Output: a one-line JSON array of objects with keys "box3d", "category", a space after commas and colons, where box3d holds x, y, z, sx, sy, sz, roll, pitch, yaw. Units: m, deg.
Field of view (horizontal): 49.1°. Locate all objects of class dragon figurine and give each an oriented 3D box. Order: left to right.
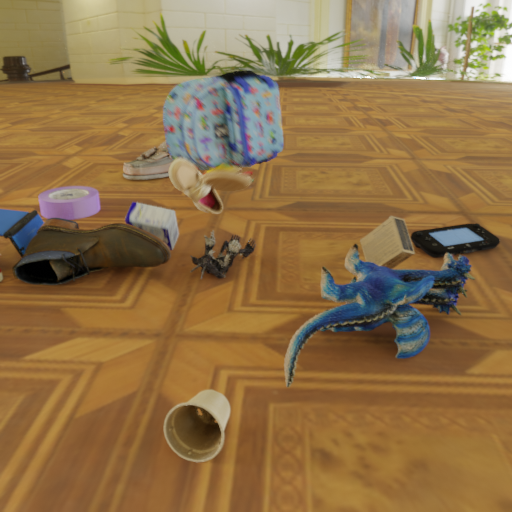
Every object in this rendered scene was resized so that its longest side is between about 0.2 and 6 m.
[{"box3d": [1.856, 0.706, 7.802, 1.798, 1.064, 3.616, 13, 25, 30], "category": "dragon figurine"}]

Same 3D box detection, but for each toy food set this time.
[{"box3d": [-0.518, -1.413, 10.233, 0.952, 0.232, 0.942, 11, -14, -36], "category": "toy food set"}]

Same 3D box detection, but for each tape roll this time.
[{"box3d": [-4.447, -1.275, 13.367, 1.357, 0.445, 1.357, 1, 22, 0], "category": "tape roll"}]

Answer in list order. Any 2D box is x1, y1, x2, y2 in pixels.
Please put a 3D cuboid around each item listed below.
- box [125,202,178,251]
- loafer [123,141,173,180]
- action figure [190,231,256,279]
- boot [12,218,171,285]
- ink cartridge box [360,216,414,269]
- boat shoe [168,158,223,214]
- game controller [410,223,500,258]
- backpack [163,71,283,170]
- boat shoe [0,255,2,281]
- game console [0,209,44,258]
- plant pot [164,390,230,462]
[{"box3d": [-1.955, -0.549, 10.569, 0.846, 0.778, 0.444, 13, 59, 6], "category": "box"}, {"box3d": [-2.489, -3.065, 16.837, 3.384, 1.064, 1.216, -18, 29, -37], "category": "loafer"}, {"box3d": [-0.638, -0.070, 10.178, 0.823, 0.707, 1.385, 24, 29, 24], "category": "action figure"}, {"box3d": [-2.886, 0.112, 9.781, 2.661, 0.994, 1.290, 6, 41, 18], "category": "boot"}, {"box3d": [2.247, -0.156, 9.660, 0.325, 0.865, 0.712, 10, 57, -30], "category": "ink cartridge box"}, {"box3d": [-1.181, -1.415, 11.637, 0.579, 0.617, 1.673, 26, -12, 35], "category": "boat shoe"}, {"box3d": [3.980, -0.323, 11.195, 1.714, 0.361, 0.894, -9, 24, -18], "category": "game controller"}, {"box3d": [-0.801, -3.006, 12.817, 2.449, 2.236, 1.648, -20, 28, -35], "category": "backpack"}, {"box3d": [-5.856, -0.096, 9.897, 3.038, 0.950, 1.081, 6, 25, 18], "category": "boat shoe"}, {"box3d": [-4.631, -0.359, 10.687, 0.791, 1.141, 1.337, -22, 21, 9], "category": "game console"}, {"box3d": [-0.570, 1.748, 5.992, 0.655, 0.655, 0.599, 6, 13, 13], "category": "plant pot"}]
